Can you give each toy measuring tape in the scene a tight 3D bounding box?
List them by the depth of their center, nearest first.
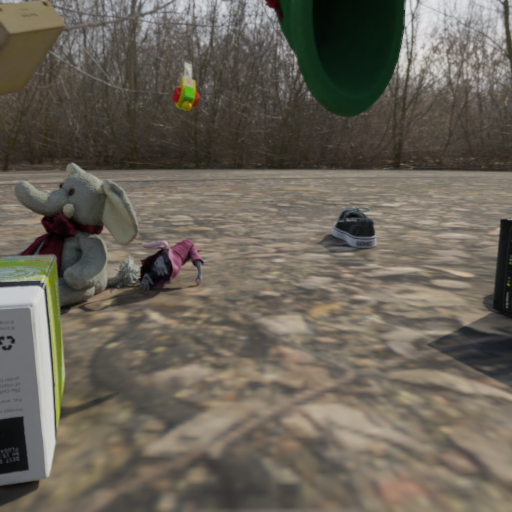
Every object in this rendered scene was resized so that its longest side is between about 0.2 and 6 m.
[{"bbox_3d":[-1.467,-3.427,11.548,0.538,0.538,1.462,-1,51,-7],"label":"toy measuring tape"}]

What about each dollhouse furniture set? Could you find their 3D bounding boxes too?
[{"bbox_3d":[-3.106,-2.796,5.981,1.213,1.826,1.600,-31,6,41],"label":"dollhouse furniture set"}]

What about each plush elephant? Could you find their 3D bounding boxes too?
[{"bbox_3d":[-2.271,-0.308,6.779,2.051,1.588,1.689,-9,14,-40],"label":"plush elephant"}]

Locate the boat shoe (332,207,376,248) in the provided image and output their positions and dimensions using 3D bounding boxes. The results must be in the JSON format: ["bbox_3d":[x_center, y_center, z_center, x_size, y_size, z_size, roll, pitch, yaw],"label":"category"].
[{"bbox_3d":[1.901,-0.632,10.953,0.713,0.660,1.931,0,11,2],"label":"boat shoe"}]

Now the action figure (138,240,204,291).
[{"bbox_3d":[-1.117,0.014,7.374,0.755,0.839,1.127,-1,23,28],"label":"action figure"}]

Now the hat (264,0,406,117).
[{"bbox_3d":[0.312,-2.626,5.937,1.913,2.173,1.800,16,17,42],"label":"hat"}]

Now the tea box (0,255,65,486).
[{"bbox_3d":[-2.009,0.632,3.378,1.521,1.016,1.496,-3,10,-16],"label":"tea box"}]

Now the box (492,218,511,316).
[{"bbox_3d":[3.434,0.206,5.491,1.266,1.059,1.704,-4,12,-20],"label":"box"}]
